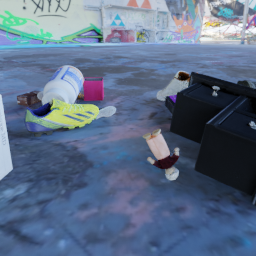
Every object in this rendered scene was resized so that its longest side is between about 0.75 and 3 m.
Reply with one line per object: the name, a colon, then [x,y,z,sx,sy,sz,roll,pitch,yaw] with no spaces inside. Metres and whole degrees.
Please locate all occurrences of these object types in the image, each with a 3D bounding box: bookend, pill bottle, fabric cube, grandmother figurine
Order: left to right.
pill bottle: [-2.476,-1.435,10.594,1.196,1.196,2.134,2,35,5]
fabric cube: [-1.461,-1.684,11.990,0.826,0.840,0.842,-2,21,-3]
grandmother figurine: [0.701,0.544,5.391,0.633,1.043,0.316,-20,12,25]
bookend: [2.087,-0.075,6.357,2.916,1.343,2.897,23,30,29]

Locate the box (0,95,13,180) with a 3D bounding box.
box: [-3.487,0.320,5.320,1.789,1.781,1.533,4,21,9]

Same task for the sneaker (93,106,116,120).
sneaker: [-0.959,-0.597,9.731,1.070,0.378,0.531,-19,33,-32]

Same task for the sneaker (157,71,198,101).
sneaker: [1.993,-1.683,11.055,0.919,1.069,2.524,-20,10,-30]

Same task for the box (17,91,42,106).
box: [-3.945,-1.228,11.427,0.526,0.394,1.051,9,24,21]

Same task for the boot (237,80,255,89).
boot: [6.165,-1.804,12.709,2.007,0.728,1.825,8,23,2]

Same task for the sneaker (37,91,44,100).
sneaker: [-3.222,-1.366,11.765,1.310,0.479,0.733,-4,16,-34]

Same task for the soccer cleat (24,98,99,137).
soccer cleat: [-1.908,-0.459,8.436,2.362,0.988,0.764,-17,26,-32]

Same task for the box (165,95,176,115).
box: [2.611,-0.672,9.109,2.353,0.425,1.682,-12,36,-11]

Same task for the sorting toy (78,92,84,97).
sorting toy: [-2.429,-1.569,12.332,0.896,0.163,0.829,17,9,-33]
